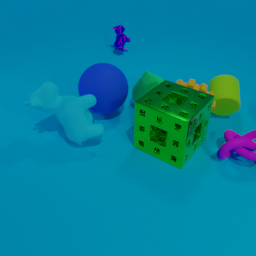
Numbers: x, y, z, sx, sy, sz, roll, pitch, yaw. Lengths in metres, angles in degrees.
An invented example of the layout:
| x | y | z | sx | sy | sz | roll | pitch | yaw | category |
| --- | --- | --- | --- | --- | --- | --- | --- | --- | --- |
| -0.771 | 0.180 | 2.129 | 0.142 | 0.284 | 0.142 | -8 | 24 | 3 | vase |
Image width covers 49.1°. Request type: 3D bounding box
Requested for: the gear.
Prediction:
| x | y | z | sx | sy | sz | roll | pitch | yaw | category |
| --- | --- | --- | --- | --- | --- | --- | --- | --- | --- |
| 1.554 | -0.671 | 7.115 | 1.261 | 1.261 | 0.233 | 12 | 52 | 15 | gear |

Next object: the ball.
| x | y | z | sx | sy | sz | roll | pitch | yaw | category |
| --- | --- | --- | --- | --- | --- | --- | --- | --- | --- |
| -0.650 | -1.048 | 7.418 | 1.327 | 1.327 | 1.327 | 0 | 37 | 0 | ball |

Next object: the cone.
| x | y | z | sx | sy | sz | roll | pitch | yaw | category |
| --- | --- | --- | --- | --- | --- | --- | --- | --- | --- |
| 0.541 | -1.200 | 7.341 | 1.047 | 1.051 | 1.047 | -4 | 67 | 9 | cone |

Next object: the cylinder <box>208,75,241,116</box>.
| x | y | z | sx | sy | sz | roll | pitch | yaw | category |
| --- | --- | --- | --- | --- | --- | --- | --- | --- | --- |
| 2.541 | -0.864 | 7.424 | 0.787 | 0.787 | 0.787 | 6 | 59 | 7 | cylinder |

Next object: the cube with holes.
| x | y | z | sx | sy | sz | roll | pitch | yaw | category |
| --- | --- | --- | --- | --- | --- | --- | --- | --- | --- |
| 1.022 | -0.131 | 6.418 | 1.269 | 1.269 | 1.269 | 24 | 43 | 29 | cube with holes |

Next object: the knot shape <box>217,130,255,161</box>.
| x | y | z | sx | sy | sz | roll | pitch | yaw | category |
| --- | --- | --- | --- | --- | --- | --- | --- | --- | --- |
| 2.598 | 0.365 | 6.143 | 1.107 | 0.547 | 1.183 | -1 | 16 | 40 | knot shape |

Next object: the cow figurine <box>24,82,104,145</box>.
| x | y | z | sx | sy | sz | roll | pitch | yaw | category |
| --- | --- | --- | --- | --- | --- | --- | --- | --- | --- |
| -1.459 | -0.328 | 6.462 | 1.567 | 1.592 | 0.874 | -15 | 7 | -4 | cow figurine |

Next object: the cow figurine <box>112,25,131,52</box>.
| x | y | z | sx | sy | sz | roll | pitch | yaw | category |
| --- | --- | --- | --- | --- | --- | --- | --- | --- | --- |
| -0.350 | -3.578 | 11.111 | 0.920 | 0.935 | 0.513 | 34 | 11 | 30 | cow figurine |
